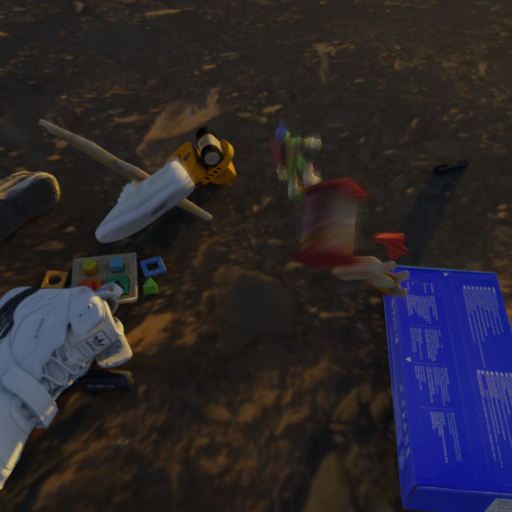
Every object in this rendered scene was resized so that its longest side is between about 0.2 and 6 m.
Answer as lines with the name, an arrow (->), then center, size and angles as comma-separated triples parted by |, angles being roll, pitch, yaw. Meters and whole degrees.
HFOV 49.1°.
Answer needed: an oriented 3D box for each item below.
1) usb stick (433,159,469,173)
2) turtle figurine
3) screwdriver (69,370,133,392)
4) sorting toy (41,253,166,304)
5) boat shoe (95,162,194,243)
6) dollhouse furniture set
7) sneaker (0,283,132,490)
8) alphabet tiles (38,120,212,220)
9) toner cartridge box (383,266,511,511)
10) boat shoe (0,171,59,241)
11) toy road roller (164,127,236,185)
usb stick -> 4.765, -2.200, 13.692 | 0.901, 0.147, 0.250 | -15, 41, -14
turtle figurine -> 0.858, -1.714, 10.574 | 0.961, 1.335, 1.295 | -18, 64, 6
screwdriver -> -3.459, 2.138, 9.525 | 2.812, 0.409, 0.392 | -3, 47, 9
sorting toy -> -3.020, 0.415, 11.046 | 2.446, 0.333, 1.377 | -7, 47, -6
boat shoe -> -1.987, -0.940, 9.521 | 1.894, 0.672, 0.661 | -33, 75, 9
dollhouse furniture set -> 1.572, -0.206, 9.031 | 0.905, 2.226, 1.198 | -5, 66, 42
sneaker -> -3.248, 1.777, 8.778 | 2.108, 1.378, 3.669 | -12, 42, 8
alphabet tiles -> -2.487, -1.629, 11.105 | 2.865, 3.443, 0.109 | 28, 88, 35
toner cartridge box -> 3.244, 1.989, 9.144 | 1.949, 0.886, 4.104 | 5, 47, 3
boat shoe -> -5.639, -1.012, 12.093 | 1.022, 1.039, 2.789 | 23, 42, 34
toy road roller -> -1.225, -2.068, 13.158 | 1.636, 1.194, 1.005 | -35, 45, 18
